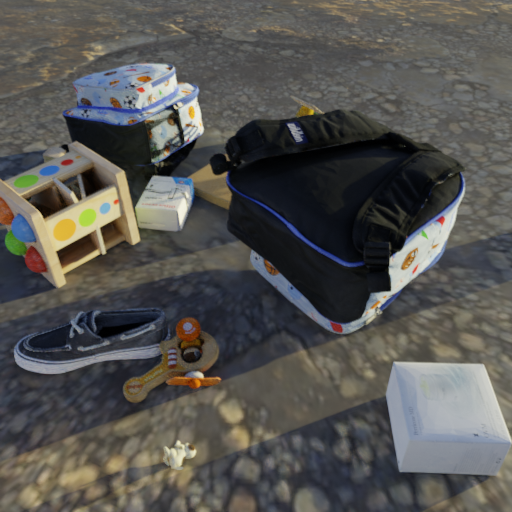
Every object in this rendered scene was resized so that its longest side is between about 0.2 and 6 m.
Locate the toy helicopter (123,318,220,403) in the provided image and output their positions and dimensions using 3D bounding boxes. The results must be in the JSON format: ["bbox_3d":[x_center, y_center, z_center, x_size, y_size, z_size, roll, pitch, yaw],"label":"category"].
[{"bbox_3d":[-1.187,1.648,8.020,1.486,0.586,0.983,-31,57,-19],"label":"toy helicopter"}]

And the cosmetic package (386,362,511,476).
[{"bbox_3d":[2.400,2.063,7.200,1.223,0.752,1.219,0,38,2],"label":"cosmetic package"}]

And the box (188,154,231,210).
[{"bbox_3d":[-0.018,-1.542,12.083,2.525,0.269,2.064,26,46,28],"label":"box"}]

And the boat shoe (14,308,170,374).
[{"bbox_3d":[-2.443,1.160,8.302,2.269,0.769,0.814,-4,39,-5],"label":"boat shoe"}]

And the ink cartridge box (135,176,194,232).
[{"bbox_3d":[-1.820,-1.071,11.303,0.881,0.509,1.207,5,39,6],"label":"ink cartridge box"}]

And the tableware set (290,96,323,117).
[{"bbox_3d":[2.037,-2.925,13.313,2.684,0.412,1.808,33,11,27],"label":"tableware set"}]

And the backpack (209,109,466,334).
[{"bbox_3d":[1.560,-0.653,9.068,3.349,2.708,3.516,-32,58,-24],"label":"backpack"}]

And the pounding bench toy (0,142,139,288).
[{"bbox_3d":[-3.785,-0.931,10.212,1.973,1.572,2.530,-34,50,-31],"label":"pounding bench toy"}]

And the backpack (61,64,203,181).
[{"bbox_3d":[-2.649,-3.217,12.804,2.901,2.235,2.763,18,32,26],"label":"backpack"}]

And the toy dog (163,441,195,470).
[{"bbox_3d":[-0.939,2.483,7.031,0.368,0.257,0.357,-16,28,-35],"label":"toy dog"}]
